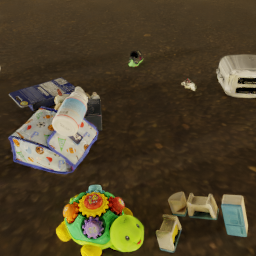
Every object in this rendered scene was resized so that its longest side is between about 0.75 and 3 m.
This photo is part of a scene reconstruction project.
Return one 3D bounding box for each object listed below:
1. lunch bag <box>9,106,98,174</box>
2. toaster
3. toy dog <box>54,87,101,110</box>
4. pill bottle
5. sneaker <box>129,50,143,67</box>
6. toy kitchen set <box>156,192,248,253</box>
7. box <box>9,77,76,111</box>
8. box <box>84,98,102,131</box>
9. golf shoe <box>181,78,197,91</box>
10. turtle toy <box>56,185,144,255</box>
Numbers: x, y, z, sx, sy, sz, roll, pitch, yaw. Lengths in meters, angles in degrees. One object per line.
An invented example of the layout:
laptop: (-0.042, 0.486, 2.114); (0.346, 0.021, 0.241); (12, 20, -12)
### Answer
lunch bag: (-2.357, 0.393, 9.284); (2.279, 1.411, 1.937); (16, 41, 13)
toaster: (5.604, -2.390, 13.051); (2.755, 1.566, 1.780); (3, 40, 6)
toy dog: (-2.284, -1.339, 12.036); (2.042, 0.983, 1.347); (-25, 43, -31)
pill bottle: (-1.750, -0.493, 8.776); (0.787, 0.787, 1.448); (7, 44, 9)
sneaker: (0.492, -4.150, 16.156); (0.689, 0.752, 1.796); (7, 36, 9)
toy kitchen set: (1.858, 2.518, 6.912); (1.846, 1.087, 1.479); (-4, 31, 30)
box: (-3.823, -1.526, 12.760); (2.692, 0.436, 1.631); (-24, 42, -31)
box: (-1.556, -0.533, 11.140); (0.994, 0.717, 1.339); (-3, 35, -5)
golf shoe: (2.994, -2.025, 13.607); (0.453, 0.397, 1.028); (-25, 35, -3)
turtle toy: (-0.617, 2.259, 6.858); (2.308, 1.167, 1.682); (24, 42, 30)
